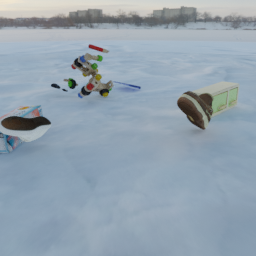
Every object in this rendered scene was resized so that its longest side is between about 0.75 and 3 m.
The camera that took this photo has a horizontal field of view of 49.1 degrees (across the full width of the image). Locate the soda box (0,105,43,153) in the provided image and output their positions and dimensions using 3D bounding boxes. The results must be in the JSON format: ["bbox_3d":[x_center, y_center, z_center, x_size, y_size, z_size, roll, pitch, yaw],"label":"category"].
[{"bbox_3d":[-2.866,-0.037,7.177,0.659,0.612,1.926,-1,21,10],"label":"soda box"}]

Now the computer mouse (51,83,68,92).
[{"bbox_3d":[-2.734,-1.629,11.197,0.973,0.166,0.285,22,10,31],"label":"computer mouse"}]

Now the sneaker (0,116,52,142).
[{"bbox_3d":[-2.270,0.101,6.101,0.525,0.611,1.443,43,16,15],"label":"sneaker"}]

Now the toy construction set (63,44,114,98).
[{"bbox_3d":[-1.207,-2.109,10.855,1.543,2.008,1.675,3,38,-43],"label":"toy construction set"}]

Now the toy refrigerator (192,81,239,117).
[{"bbox_3d":[2.947,-0.970,9.357,0.739,0.802,2.113,17,27,41],"label":"toy refrigerator"}]

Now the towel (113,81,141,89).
[{"bbox_3d":[-0.037,-1.908,12.449,0.781,0.129,1.078,4,12,-46],"label":"towel"}]

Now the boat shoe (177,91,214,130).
[{"bbox_3d":[1.769,-0.597,7.023,0.749,0.750,2.028,35,0,23],"label":"boat shoe"}]
